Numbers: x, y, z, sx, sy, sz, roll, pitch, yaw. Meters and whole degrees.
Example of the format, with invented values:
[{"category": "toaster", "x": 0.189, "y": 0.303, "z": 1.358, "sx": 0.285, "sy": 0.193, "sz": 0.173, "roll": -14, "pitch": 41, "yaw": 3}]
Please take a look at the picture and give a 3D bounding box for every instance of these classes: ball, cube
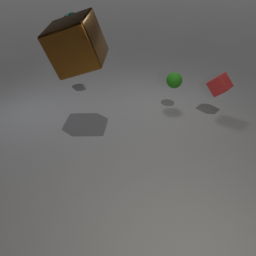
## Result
[{"category": "ball", "x": 2.055, "y": -2.115, "z": 12.429, "sx": 0.700, "sy": 0.700, "sz": 0.700, "roll": 0, "pitch": 31, "yaw": 0}, {"category": "cube", "x": -1.547, "y": -2.497, "z": 8.331, "sx": 1.400, "sy": 1.400, "sz": 1.400, "roll": -12, "pitch": 36, "yaw": 16}, {"category": "cube", "x": 3.872, "y": -1.824, "z": 11.807, "sx": 0.700, "sy": 0.700, "sz": 0.700, "roll": -32, "pitch": 1, "yaw": -43}]

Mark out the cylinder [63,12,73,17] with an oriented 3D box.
[{"category": "cylinder", "x": -2.420, "y": -4.497, "z": 11.912, "sx": 0.700, "sy": 0.700, "sz": 0.700, "roll": -15, "pitch": 19, "yaw": -23}]
